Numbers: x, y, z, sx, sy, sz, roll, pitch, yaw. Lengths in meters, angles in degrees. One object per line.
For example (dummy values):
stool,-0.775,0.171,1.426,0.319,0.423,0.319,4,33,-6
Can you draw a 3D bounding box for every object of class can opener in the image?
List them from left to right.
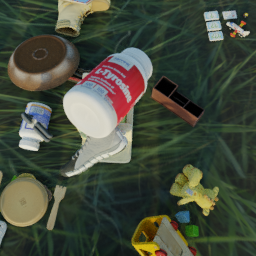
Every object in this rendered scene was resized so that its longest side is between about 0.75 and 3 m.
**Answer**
can opener,-3.060,-0.019,9.325,1.266,0.421,0.333,41,111,9

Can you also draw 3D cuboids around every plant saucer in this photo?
plant saucer,-3.324,-2.713,10.831,2.841,0.520,2.841,-1,59,2

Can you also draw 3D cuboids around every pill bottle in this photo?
pill bottle,-3.345,-0.038,10.019,0.890,0.890,1.589,8,72,3
pill bottle,-0.425,-1.134,8.040,1.549,1.549,2.759,31,53,10

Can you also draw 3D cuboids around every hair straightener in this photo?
hair straightener,-2.120,-2.287,10.951,2.562,0.524,0.986,17,72,9

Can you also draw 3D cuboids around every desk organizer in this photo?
desk organizer,1.872,-1.002,10.400,2.019,0.778,0.724,36,75,11

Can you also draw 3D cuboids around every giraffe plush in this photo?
giraffe plush,2.309,2.105,9.205,1.233,1.521,1.312,31,105,-14

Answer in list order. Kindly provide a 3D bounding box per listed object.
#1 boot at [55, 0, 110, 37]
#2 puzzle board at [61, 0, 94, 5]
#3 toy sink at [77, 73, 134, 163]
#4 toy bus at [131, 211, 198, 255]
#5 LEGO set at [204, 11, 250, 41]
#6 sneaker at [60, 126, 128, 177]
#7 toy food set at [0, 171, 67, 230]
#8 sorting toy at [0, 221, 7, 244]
boot,-1.871,-4.663,11.622,2.216,0.806,1.722,2,71,2
puzzle board,-1.726,-5.903,11.706,1.921,0.222,2.549,22,55,25
toy sink,-0.730,-0.341,9.753,1.824,1.568,2.798,4,71,2
toy bus,1.155,3.821,8.521,1.234,2.254,2.389,-22,64,39
LEGO set,4.249,-4.420,11.757,1.834,0.450,1.370,-6,75,-2
sneaker,-1.299,0.461,8.685,2.360,0.886,1.363,-28,106,5
toy food set,-3.458,2.422,9.476,2.476,0.497,1.709,15,79,-1
sorting toy,-4.770,3.537,8.976,1.673,0.894,1.506,22,54,7
